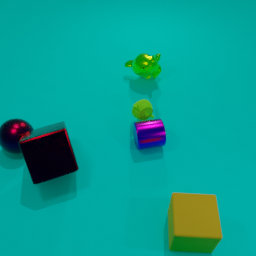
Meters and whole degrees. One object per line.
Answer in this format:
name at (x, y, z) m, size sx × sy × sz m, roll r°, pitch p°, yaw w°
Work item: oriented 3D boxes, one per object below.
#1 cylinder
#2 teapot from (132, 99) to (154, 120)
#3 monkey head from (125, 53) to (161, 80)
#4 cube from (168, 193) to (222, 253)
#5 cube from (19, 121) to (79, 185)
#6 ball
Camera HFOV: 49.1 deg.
cylinder at (0.613, 0.180, 8.200) m, size 0.822 × 0.822 × 0.822 m, roll -9°, pitch 50°, yaw -7°
teapot at (0.460, -0.538, 8.728) m, size 0.685 × 1.102 × 0.540 m, roll -50°, pitch 47°, yaw 14°
monkey head at (0.698, -2.377, 10.073) m, size 1.616 × 0.974 × 1.163 m, roll 0°, pitch 63°, yaw 46°
cube at (1.464, 2.165, 6.382) m, size 0.994 × 0.994 × 0.994 m, roll 2°, pitch 49°, yaw 2°
cube at (-2.035, 0.602, 7.305) m, size 1.150 × 1.150 × 1.150 m, roll -17°, pitch 15°, yaw -11°
ball at (-3.207, 0.229, 8.058) m, size 1.021 × 1.021 × 1.021 m, roll 0°, pitch 49°, yaw 0°
